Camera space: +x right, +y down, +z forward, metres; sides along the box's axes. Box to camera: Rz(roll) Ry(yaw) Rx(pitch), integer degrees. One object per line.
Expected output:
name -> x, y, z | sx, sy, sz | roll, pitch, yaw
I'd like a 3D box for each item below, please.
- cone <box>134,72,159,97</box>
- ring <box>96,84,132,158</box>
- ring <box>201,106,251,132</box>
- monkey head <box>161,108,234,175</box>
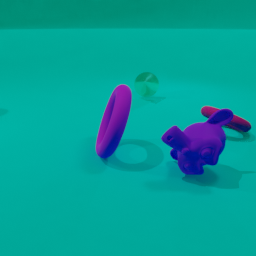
cone -> 0.635, -1.621, 10.107 | 0.939, 0.939, 0.942 | 3, 2, 8
ring -> -0.322, -0.146, 6.023 | 0.329, 1.643, 1.643 | 18, 18, -12
ring -> 2.549, -0.237, 7.334 | 1.337, 0.267, 1.337 | 23, 4, -2
monkey head -> 1.201, 0.231, 5.229 | 1.161, 1.613, 0.972 | 37, 36, -9
